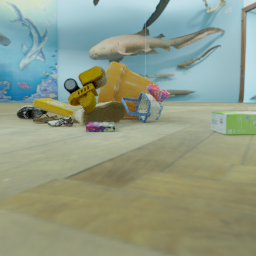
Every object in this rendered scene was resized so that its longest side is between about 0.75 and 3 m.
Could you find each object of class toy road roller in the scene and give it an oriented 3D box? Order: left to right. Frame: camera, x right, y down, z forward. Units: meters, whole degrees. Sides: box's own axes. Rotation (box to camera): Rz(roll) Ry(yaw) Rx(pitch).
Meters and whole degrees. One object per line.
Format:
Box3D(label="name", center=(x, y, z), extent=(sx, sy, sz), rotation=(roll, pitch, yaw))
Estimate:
Box3D(label="toy road roller", center=(-1.482, -1.418, 10.834), extent=(1.789, 1.306, 1.099), rotation=(-30, -11, -3))

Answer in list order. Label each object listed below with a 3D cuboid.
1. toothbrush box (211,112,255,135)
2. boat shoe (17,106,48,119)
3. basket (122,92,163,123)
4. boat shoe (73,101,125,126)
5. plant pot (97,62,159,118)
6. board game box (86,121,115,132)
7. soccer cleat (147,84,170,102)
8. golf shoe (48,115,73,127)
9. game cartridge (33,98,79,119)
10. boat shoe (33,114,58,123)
Box3D(label="toothbrush box", center=(3.831, -0.190, 9.520), extent=(1.634, 0.704, 1.190), rotation=(1, 7, -7))
Box3D(label="boat shoe", center=(-5.029, -0.755, 14.487), extent=(1.855, 0.685, 0.560), rotation=(-4, 28, 15))
Box3D(label="basket", center=(0.644, -0.945, 12.883), extent=(1.696, 1.180, 1.495), rotation=(8, 31, -19))
Box3D(label="boat shoe", center=(-1.238, -0.712, 12.434), extent=(0.965, 1.028, 2.788), rotation=(12, 14, 37))
Box3D(label="plant pot", center=(0.114, -1.700, 14.684), extent=(2.661, 2.907, 2.907), rotation=(17, 9, 6))
Box3D(label="board game box", center=(-1.008, -0.063, 10.486), extent=(1.010, 0.272, 1.683), rotation=(-5, 8, -4))
Box3D(label="soccer cleat", center=(1.275, -1.488, 12.352), extent=(0.558, 0.640, 1.674), rotation=(48, 23, 26))
Box3D(label="golf shoe", center=(-2.739, -0.282, 11.374), extent=(1.026, 0.452, 0.396), rotation=(-2, 8, -7))
Box3D(label="game cartridge", center=(-2.967, -0.892, 13.660), extent=(2.627, 0.426, 2.316), rotation=(15, 7, -1))
Box3D(label="boat shoe", center=(-3.688, -0.424, 12.604), extent=(1.121, 0.414, 0.424), rotation=(0, 7, -1))
